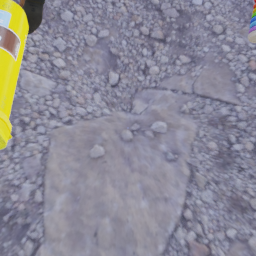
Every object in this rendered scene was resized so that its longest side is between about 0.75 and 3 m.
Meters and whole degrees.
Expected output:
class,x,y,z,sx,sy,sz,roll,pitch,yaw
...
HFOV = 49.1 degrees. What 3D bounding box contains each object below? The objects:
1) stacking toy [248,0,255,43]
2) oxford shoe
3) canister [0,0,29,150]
class,x,y,z,sx,sy,sz,roll,pitch,yaw
stacking toy,3.223,-2.744,6.840,0.531,0.531,1.244,6,80,3
oxford shoe,-2.248,-2.834,6.489,0.571,1.601,0.570,7,56,-34
canister,-3.139,-1.134,5.278,2.119,1.235,2.854,3,63,-7
